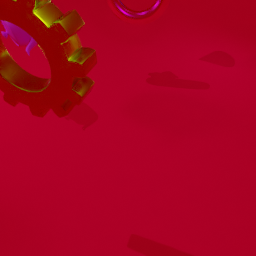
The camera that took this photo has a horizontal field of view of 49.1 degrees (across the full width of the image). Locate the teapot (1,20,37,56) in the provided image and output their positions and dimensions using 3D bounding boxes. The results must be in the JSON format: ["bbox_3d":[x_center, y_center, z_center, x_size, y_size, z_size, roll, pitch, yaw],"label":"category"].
[{"bbox_3d":[-2.604,-2.375,6.713,0.806,1.024,1.647,-37,72,-16],"label":"teapot"}]

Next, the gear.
[{"bbox_3d":[-1.109,-0.804,2.996,1.574,1.574,0.291,16,47,15],"label":"gear"}]

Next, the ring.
[{"bbox_3d":[0.268,-3.753,7.554,1.893,1.893,0.379,8,37,7],"label":"ring"}]
